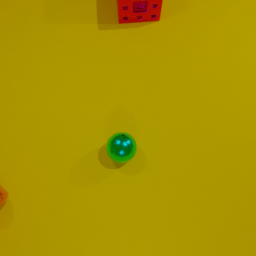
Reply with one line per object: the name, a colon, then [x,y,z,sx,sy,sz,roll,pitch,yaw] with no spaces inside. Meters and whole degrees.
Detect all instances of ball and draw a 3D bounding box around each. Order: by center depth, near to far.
ball: [-0.168,0.506,7.301,0.812,0.812,0.812,0,70,0]

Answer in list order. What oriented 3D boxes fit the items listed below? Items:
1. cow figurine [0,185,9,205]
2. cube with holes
cow figurine: [-3.676,1.974,6.579,1.685,0.925,1.658,-12,87,-14]
cube with holes: [0.309,-4.316,8.764,1.354,1.354,1.354,-5,70,-2]
